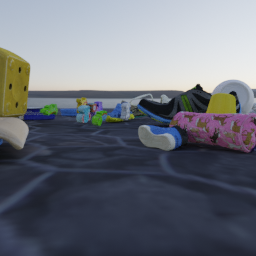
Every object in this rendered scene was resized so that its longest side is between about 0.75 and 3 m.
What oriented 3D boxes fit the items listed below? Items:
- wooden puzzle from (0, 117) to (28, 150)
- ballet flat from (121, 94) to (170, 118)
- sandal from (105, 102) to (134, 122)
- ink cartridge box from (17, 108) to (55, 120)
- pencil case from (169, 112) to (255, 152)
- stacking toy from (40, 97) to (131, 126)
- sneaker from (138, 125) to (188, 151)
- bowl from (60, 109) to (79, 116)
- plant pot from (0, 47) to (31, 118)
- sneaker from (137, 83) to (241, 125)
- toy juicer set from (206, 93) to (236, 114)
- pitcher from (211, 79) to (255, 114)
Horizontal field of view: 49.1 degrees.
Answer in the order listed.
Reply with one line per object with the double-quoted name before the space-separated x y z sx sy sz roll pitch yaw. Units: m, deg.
"wooden puzzle" -2.386 0.111 3.332 2.215 0.513 2.051 3 4 -18
"ballet flat" 1.001 -0.847 11.177 2.731 1.028 0.926 1 6 7
"sandal" -0.325 -0.557 9.798 0.601 0.658 1.511 -1 8 27
"ink cartridge box" -3.898 -0.611 11.603 1.282 0.506 2.579 -3 4 -33
"pencil case" 1.184 0.021 3.960 1.270 0.549 0.526 6 45 51
"stacking toy" -1.201 -0.476 8.801 1.890 0.589 2.507 8 14 20
"sneaker" 0.517 0.112 4.032 0.444 0.307 0.799 -10 13 -31
"bowl" -2.718 -0.860 15.260 1.883 0.370 1.883 0 5 0
"plant pot" -4.550 -1.356 8.178 2.854 2.772 2.790 7 5 2
"sneaker" 1.689 -0.648 7.880 2.838 1.176 1.006 1 3 7
"toy juicer set" 2.391 0.023 4.414 2.233 0.608 1.420 7 -12 20
"pitcher" 4.166 -0.904 10.564 2.095 1.480 2.441 11 -4 15
